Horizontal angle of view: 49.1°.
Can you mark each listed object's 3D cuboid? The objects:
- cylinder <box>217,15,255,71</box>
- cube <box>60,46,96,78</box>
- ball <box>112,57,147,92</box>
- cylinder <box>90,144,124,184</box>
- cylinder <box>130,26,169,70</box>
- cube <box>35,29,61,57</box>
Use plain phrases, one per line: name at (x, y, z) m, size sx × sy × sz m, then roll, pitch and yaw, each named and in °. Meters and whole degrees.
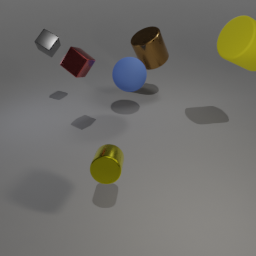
cylinder at (3.896, -2.715, 9.126) m, size 1.400 × 1.400 × 1.400 m, roll 12°, pitch 22°, yaw -33°
cube at (-1.603, -2.107, 9.006) m, size 0.700 × 0.700 × 0.700 m, roll 38°, pitch 18°, yaw 4°
ball at (0.061, -2.174, 11.403) m, size 1.400 × 1.400 × 1.400 m, roll 0°, pitch 31°, yaw 0°
cylinder at (-0.465, 0.816, 6.418) m, size 0.700 × 0.700 × 0.700 m, roll 2°, pitch 20°, yaw 4°
cylinder at (1.009, -3.647, 12.836) m, size 1.400 × 1.400 × 1.400 m, roll -16°, pitch 45°, yaw 17°
cube at (-3.285, -3.476, 11.508) m, size 0.700 × 0.700 × 0.700 m, roll 31°, pitch 79°, yaw 0°
